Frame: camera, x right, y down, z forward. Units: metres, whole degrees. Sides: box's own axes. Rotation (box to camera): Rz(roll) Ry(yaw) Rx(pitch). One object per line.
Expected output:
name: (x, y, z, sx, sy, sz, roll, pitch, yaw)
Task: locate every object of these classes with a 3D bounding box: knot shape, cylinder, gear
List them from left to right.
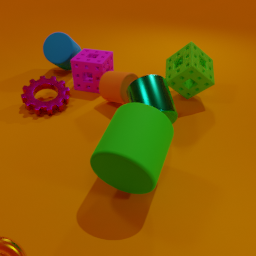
knot shape: (-2.188, 2.236, 3.591, 1.729, 0.799, 1.618, 10, 25, -18)
gear: (-2.492, -1.005, 8.524, 1.398, 0.259, 1.398, 4, 54, -5)
cylinder: (-2.359, -2.773, 10.238, 1.121, 1.121, 1.121, 5, 1, 7)
cylinder: (-0.242, -1.226, 8.455, 0.929, 0.929, 0.929, 14, 36, 41)
cylinder: (0.109, 0.401, 5.532, 1.313, 1.313, 1.313, 13, 52, 17)
cylinder: (0.616, -0.623, 7.337, 1.124, 1.124, 1.124, -8, 64, -11)

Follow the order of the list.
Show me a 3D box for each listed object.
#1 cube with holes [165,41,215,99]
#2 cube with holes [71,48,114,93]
cube with holes: (1.896, -1.748, 8.644, 1.045, 1.045, 1.045, 28, 52, -30)
cube with holes: (-1.166, -1.942, 9.497, 1.069, 1.069, 1.069, 10, 37, 13)
